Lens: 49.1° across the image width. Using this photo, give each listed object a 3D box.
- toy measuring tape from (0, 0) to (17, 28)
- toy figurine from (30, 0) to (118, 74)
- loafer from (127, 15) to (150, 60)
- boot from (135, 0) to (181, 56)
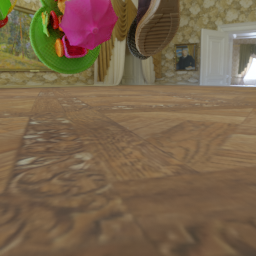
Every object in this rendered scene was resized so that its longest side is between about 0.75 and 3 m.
[{"bbox_3d":[-2.686,-2.644,5.351,1.066,1.066,2.897,-1,44,-8],"label":"toy measuring tape"},{"bbox_3d":[-1.097,-2.547,6.171,1.843,2.455,2.259,-13,9,-27],"label":"toy figurine"},{"bbox_3d":[0.770,-2.927,7.291,0.979,2.575,0.868,40,46,11],"label":"loafer"},{"bbox_3d":[0.568,-3.026,5.985,0.875,2.012,2.418,-1,-34,-12],"label":"boot"}]
